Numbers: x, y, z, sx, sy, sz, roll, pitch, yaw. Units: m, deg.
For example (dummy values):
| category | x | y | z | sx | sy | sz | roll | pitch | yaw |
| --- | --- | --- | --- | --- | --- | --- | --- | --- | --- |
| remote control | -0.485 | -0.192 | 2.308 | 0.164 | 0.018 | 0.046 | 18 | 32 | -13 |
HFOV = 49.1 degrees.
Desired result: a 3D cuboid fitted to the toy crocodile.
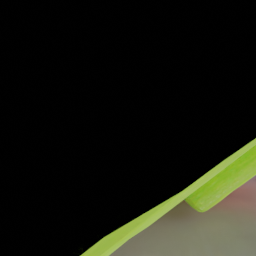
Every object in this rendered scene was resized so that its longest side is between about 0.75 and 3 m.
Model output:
| category | x | y | z | sx | sy | sz | roll | pitch | yaw |
| --- | --- | --- | --- | --- | --- | --- | --- | --- | --- |
| toy crocodile | 0.250 | -0.153 | 1.158 | 0.773 | 0.707 | 2.291 | -41 | -2 | 7 |
